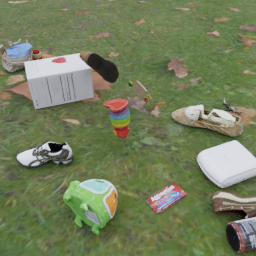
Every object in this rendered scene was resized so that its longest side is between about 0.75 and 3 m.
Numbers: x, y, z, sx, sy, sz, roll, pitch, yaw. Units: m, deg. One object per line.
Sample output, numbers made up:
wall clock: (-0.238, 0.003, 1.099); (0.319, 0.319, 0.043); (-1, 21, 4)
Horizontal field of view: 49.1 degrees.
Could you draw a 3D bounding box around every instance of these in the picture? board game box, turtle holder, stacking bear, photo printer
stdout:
board game box: (1.227, 2.224, 9.003); (1.215, 0.118, 0.625); (-25, 45, -26)
turtle holder: (-1.089, 2.182, 8.294); (1.254, 1.342, 1.766); (-41, 13, -38)
stacking bear: (-0.295, -0.273, 10.196); (0.798, 1.403, 0.852); (-23, 33, -25)
photo printer: (3.435, 1.244, 9.742); (1.807, 0.628, 1.504); (-15, 43, -17)

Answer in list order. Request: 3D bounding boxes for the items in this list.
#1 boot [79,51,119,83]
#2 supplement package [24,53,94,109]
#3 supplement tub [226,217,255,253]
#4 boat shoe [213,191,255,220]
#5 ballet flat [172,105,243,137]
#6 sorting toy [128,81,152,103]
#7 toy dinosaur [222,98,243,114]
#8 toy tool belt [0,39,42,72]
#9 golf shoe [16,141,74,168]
boot: (-1.183, -2.646, 11.905); (0.820, 2.174, 0.800); (33, 91, 38)
supplement package: (-3.163, -2.225, 13.013); (2.757, 1.651, 1.672); (-14, 42, -15)
supplement tub: (3.558, 2.882, 7.714); (1.508, 0.806, 0.806); (-7, 41, -9)
boat shoe: (3.543, 2.474, 8.357); (1.989, 0.735, 0.736); (6, 53, 16)
ballet flat: (3.241, -0.482, 11.483); (2.926, 0.955, 1.032); (14, 51, 18)
sorting toy: (0.532, -1.525, 11.103); (0.199, 0.567, 1.177); (-38, 81, -30)
toy dinosaur: (4.555, -0.956, 12.586); (0.571, 0.307, 1.295); (-4, 38, -28)
toy tool belt: (-5.873, -4.171, 15.412); (1.500, 1.477, 2.403); (30, 49, 30)
golf shoe: (-3.005, 0.836, 9.987); (2.045, 0.966, 0.795); (-5, 42, -3)
